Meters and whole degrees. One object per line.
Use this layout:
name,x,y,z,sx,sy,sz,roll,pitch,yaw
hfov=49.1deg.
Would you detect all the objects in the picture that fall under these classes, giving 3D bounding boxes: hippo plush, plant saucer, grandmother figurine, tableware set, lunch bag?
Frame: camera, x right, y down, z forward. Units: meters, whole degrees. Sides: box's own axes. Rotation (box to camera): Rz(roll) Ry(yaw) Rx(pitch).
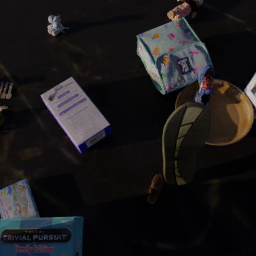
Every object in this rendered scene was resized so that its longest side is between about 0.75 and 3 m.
hippo plush,-2.817,-3.995,10.870,0.776,0.624,0.618,21,67,9
plant saucer,2.809,-0.497,9.304,2.514,0.445,2.514,-1,63,1
grandmother figurine,2.398,-4.909,11.397,1.738,0.526,1.054,-37,96,-19
tableware set,-4.884,-0.781,9.539,1.500,0.342,2.227,4,66,2
lunch bag,1.589,-2.409,9.690,1.949,1.395,2.289,-23,67,-7

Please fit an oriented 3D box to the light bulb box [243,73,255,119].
light bulb box,4.840,-1.320,9.056,1.662,1.647,1.037,-21,67,-9

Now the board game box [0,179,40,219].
board game box,-3.199,2.324,8.149,0.945,0.241,1.406,-23,67,-11

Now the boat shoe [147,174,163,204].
boat shoe,0.833,1.796,8.355,0.331,0.311,0.920,19,67,9

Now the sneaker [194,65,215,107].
sneaker,2.578,-1.315,9.116,0.540,1.433,0.562,-2,25,-9

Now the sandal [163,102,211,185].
sandal,1.466,0.448,7.772,1.138,2.866,0.818,7,40,2

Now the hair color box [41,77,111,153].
hair color box,-1.696,-0.452,9.178,1.235,0.732,2.260,-34,72,-14

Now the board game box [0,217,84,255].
board game box,-2.231,3.663,6.915,2.091,0.650,2.770,-5,71,11
